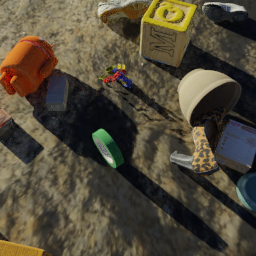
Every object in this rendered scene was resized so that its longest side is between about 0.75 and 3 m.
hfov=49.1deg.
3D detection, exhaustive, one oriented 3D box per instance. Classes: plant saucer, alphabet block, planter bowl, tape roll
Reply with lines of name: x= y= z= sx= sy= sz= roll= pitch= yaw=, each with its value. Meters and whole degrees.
plant saucer: x=4.375 y=2.113 z=9.338 sx=1.408 sy=0.253 sz=1.408 roll=0 pitch=59 yaw=0
alphabet block: x=1.697 y=-4.152 z=12.110 sx=1.904 sy=1.939 sz=1.893 roll=19 pitch=61 yaw=11
planter bowl: x=2.778 y=-1.245 z=10.325 sx=2.191 sy=2.191 sz=1.475 roll=-23 pitch=54 yaw=-13
tape roll: x=-0.689 y=0.698 z=9.519 sx=0.336 sy=1.397 sz=1.397 roll=-33 pitch=64 yaw=-18

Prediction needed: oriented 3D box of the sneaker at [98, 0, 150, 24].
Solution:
sneaker: x=-0.247 y=-6.042 z=13.819 sx=2.605 sy=0.985 sz=1.142 roll=-14 pitch=60 yaw=-9

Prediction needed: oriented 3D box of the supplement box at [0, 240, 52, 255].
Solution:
supplement box: x=-3.626 y=3.717 z=8.008 sx=2.636 sy=0.877 sz=0.907 roll=7 pitch=59 yaw=5

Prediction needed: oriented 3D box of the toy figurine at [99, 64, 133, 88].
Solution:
toy figurine: x=-0.349 y=-1.953 z=11.591 sx=0.925 sy=1.051 sz=1.754 roll=-52 pitch=28 yaw=-5

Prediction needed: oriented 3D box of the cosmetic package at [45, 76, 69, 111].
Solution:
cosmetic package: x=-2.831 y=-1.395 z=11.259 sx=0.733 sy=0.619 sz=1.373 roll=1 pitch=56 yaw=0

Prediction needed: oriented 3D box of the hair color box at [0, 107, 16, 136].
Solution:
hair color box: x=-5.239 y=-0.463 z=10.728 sx=1.652 sy=0.528 sz=0.916 roll=36 pitch=65 yaw=18

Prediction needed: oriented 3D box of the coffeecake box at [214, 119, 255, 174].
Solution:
coffeecake box: x=3.905 y=0.630 z=10.030 sx=1.219 sy=0.580 sz=1.589 roll=24 pitch=62 yaw=14

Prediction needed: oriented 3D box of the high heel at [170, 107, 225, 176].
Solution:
high heel: x=2.926 y=0.373 z=9.328 sx=2.906 sy=2.071 sz=1.037 roll=-47 pitch=113 yaw=-14

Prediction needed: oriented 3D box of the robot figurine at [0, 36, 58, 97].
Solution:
robot figurine: x=-4.057 y=-2.586 z=11.372 sx=1.635 sy=2.016 sz=2.803 roll=39 pitch=55 yaw=-27

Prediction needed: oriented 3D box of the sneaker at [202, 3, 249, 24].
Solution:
sneaker: x=4.775 y=-5.774 z=13.884 sx=2.225 sy=0.829 sz=0.969 roll=13 pitch=48 yaw=0
